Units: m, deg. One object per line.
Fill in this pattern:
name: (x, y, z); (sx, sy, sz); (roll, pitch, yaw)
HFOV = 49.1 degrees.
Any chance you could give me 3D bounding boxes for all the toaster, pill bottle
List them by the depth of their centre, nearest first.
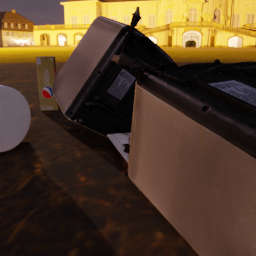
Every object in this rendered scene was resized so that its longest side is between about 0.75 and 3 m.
toaster: (1.543, 0.177, 3.596); (2.599, 1.706, 2.875); (-11, 33, -32)
toaster: (-0.118, -0.960, 5.815); (2.106, 2.329, 1.382); (27, 11, -43)
pill bottle: (-3.762, -0.396, 6.457); (2.913, 1.651, 1.651); (10, 19, 30)

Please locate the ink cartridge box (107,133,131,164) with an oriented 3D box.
ink cartridge box: (0.709, 0.510, 5.200); (1.867, 0.533, 1.518); (-9, 25, -20)

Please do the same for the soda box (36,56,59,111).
soda box: (-2.910, -1.612, 10.181); (0.616, 1.926, 0.652); (-2, 16, -8)
